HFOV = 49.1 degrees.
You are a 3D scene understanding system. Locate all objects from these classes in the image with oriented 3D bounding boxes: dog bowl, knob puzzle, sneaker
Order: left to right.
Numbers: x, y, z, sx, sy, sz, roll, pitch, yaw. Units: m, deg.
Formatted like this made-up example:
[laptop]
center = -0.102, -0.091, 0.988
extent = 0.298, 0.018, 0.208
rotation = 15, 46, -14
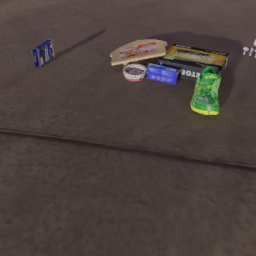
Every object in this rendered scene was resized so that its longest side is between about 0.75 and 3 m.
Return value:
[dog bowl]
center = 0.286, -2.324, 11.811
extent = 1.007, 0.371, 1.007
rotation = 0, 37, 0
[knob puzzle]
center = 0.512, -3.600, 13.282
extent = 3.019, 0.419, 3.019
rotation = -11, 32, 7
[sneaker]
center = 2.779, -1.377, 9.997
extent = 0.965, 1.089, 2.606
rotation = 6, 39, 7

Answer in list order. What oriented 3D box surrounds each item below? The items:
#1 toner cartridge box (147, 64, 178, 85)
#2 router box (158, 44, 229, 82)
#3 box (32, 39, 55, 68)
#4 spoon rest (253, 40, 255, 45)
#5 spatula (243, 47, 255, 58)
[toner cartridge box]
center = 1.409, -2.214, 11.466
extent = 1.257, 0.597, 0.271
rotation = 17, 46, 20
[router box]
center = 2.839, -2.814, 12.169
extent = 2.597, 0.678, 2.042
rotation = 16, 41, 20
[box]
center = -3.842, -3.388, 12.770
extent = 0.234, 0.876, 1.447
rotation = 13, 40, 13
[spoon rest]
center = 6.693, -3.884, 13.499
extent = 1.279, 0.780, 2.575
rotation = 3, 37, 4
[spatula]
center = 6.106, -3.784, 13.941
extent = 0.791, 0.091, 1.137
rotation = 22, 43, 17
